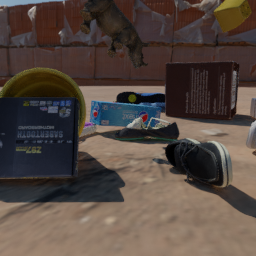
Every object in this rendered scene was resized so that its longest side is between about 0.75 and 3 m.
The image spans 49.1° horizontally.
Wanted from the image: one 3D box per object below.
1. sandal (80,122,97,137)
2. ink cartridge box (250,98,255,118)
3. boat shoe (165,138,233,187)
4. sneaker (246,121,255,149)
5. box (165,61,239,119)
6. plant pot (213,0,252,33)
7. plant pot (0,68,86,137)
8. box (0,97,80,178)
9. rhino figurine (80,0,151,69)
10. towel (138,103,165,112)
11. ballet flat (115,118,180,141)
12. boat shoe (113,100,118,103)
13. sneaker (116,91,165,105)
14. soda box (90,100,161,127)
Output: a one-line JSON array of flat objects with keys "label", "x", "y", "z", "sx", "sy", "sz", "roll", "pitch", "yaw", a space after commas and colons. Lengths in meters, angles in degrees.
[{"label": "sandal", "x": -1.866, "y": -0.046, "z": 8.271, "sx": 1.092, "sy": 0.659, "sz": 2.683, "roll": 4, "pitch": 9, "yaw": 20}, {"label": "ink cartridge box", "x": 6.117, "y": -0.776, "z": 11.726, "sx": 1.466, "sy": 0.847, "sz": 2.015, "roll": 2, "pitch": 11, "yaw": 10}, {"label": "boat shoe", "x": 1.183, "y": 0.578, "z": 4.973, "sx": 0.642, "sy": 0.769, "sz": 2.061, "roll": -7, "pitch": 7, "yaw": -9}, {"label": "sneaker", "x": 4.068, "y": 0.171, "z": 7.137, "sx": 2.654, "sy": 0.992, "sz": 1.088, "roll": -20, "pitch": 33, "yaw": -38}, {"label": "box", "x": 3.454, "y": -1.798, "z": 12.926, "sx": 2.917, "sy": 2.420, "sz": 2.395, "roll": 5, "pitch": 12, "yaw": 26}, {"label": "plant pot", "x": 3.609, "y": -3.889, "z": 9.454, "sx": 0.842, "sy": 0.847, "sz": 0.867, "roll": -46, "pitch": 24, "yaw": -17}, {"label": "plant pot", "x": -1.805, "y": -0.192, "z": 6.306, "sx": 1.771, "sy": 1.771, "sz": 1.666, "roll": -1, "pitch": -14, "yaw": -6}, {"label": "box", "x": -1.803, "y": 0.182, "z": 5.041, "sx": 1.819, "sy": 1.434, "sz": 0.464, "roll": 0, "pitch": -12, "yaw": 0}, {"label": "rhino figurine", "x": -0.241, "y": -2.892, "z": 8.655, "sx": 0.886, "sy": 1.296, "sz": 2.963, "roll": -7, "pitch": -35, "yaw": 45}, {"label": "towel", "x": 1.425, "y": -1.089, "z": 14.522, "sx": 1.803, "sy": 0.438, "sz": 1.007, "roll": 1, "pitch": 12, "yaw": 4}, {"label": "ballet flat", "x": 0.550, "y": 0.016, "z": 8.127, "sx": 1.876, "sy": 0.685, "sz": 0.685, "roll": 1, "pitch": 11, "yaw": 6}, {"label": "boat shoe", "x": -0.670, "y": -1.426, "z": 16.406, "sx": 0.424, "sy": 0.469, "sz": 1.316, "roll": -3, "pitch": 0, "yaw": 9}, {"label": "sneaker", "x": 0.822, "y": -1.507, "z": 15.708, "sx": 2.905, "sy": 0.958, "sz": 1.139, "roll": 2, "pitch": 1, "yaw": 7}, {"label": "soda box", "x": -0.046, "y": -0.445, "z": 9.497, "sx": 2.369, "sy": 0.760, "sz": 0.804, "roll": 3, "pitch": 7, "yaw": -33}]
